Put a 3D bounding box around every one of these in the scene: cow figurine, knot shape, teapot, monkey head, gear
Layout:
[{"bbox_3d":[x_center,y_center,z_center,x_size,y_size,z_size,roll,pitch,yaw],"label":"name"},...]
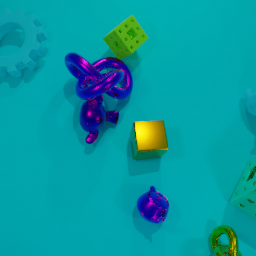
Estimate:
[{"bbox_3d":[3.711,-0.541,7.220,0.785,1.431,1.408,9,70,-25],"label":"cow figurine"},{"bbox_3d":[-0.640,-1.370,7.547,1.871,0.924,2.000,-4,33,-37],"label":"knot shape"},{"bbox_3d":[0.638,1.840,6.616,0.803,1.291,0.632,23,113,-16],"label":"teapot"},{"bbox_3d":[-0.751,-0.306,7.344,1.024,0.858,1.424,8,101,-2],"label":"monkey head"},{"bbox_3d":[-3.415,-2.503,8.184,2.052,0.380,2.052,-2,78,8],"label":"gear"},{"bbox_3d":[2.249,2.870,6.100,0.616,1.248,1.334,-20,80,7],"label":"knot shape"}]

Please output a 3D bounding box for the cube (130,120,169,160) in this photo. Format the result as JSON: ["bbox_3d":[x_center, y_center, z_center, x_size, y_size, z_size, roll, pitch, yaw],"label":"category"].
[{"bbox_3d":[0.514,0.321,7.154,0.783,0.783,0.783,-3,68,-9],"label":"cube"}]

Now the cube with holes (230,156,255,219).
[{"bbox_3d":[3.456,1.395,6.454,1.325,1.325,1.325,32,65,10],"label":"cube with holes"}]

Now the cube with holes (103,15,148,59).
[{"bbox_3d":[-0.074,-2.562,7.995,0.771,0.771,0.771,-47,111,-22],"label":"cube with holes"}]
